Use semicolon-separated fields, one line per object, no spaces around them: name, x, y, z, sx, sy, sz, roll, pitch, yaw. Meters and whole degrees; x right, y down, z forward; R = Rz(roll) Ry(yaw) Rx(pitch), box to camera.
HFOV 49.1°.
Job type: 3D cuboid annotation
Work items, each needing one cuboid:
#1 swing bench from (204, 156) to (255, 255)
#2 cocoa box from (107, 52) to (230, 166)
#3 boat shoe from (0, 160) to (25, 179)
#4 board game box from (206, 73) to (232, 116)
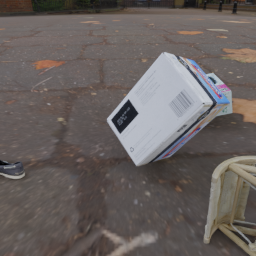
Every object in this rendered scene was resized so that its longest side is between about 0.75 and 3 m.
swing bench;1.942;1.256;4.141;1.383;1.376;0.898;20;37;33
cocoa box;0.824;-0.352;6.023;1.335;2.035;1.357;-5;55;-50
boat shoe;-2.824;0.787;6.147;1.181;0.370;0.429;12;23;9
board game box;1.769;-0.886;8.692;2.343;0.753;1.729;-13;26;5
